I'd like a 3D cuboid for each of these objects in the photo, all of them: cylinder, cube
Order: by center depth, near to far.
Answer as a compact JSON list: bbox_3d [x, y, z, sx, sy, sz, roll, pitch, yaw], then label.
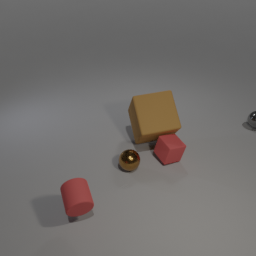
[{"bbox_3d":[-1.268,1.716,6.960,0.700,0.700,0.700,-11,50,-18],"label":"cylinder"},{"bbox_3d":[1.406,0.702,9.454,0.700,0.700,0.700,-8,40,-30],"label":"cube"},{"bbox_3d":[0.887,-0.355,9.969,1.400,1.400,1.400,-10,76,-10],"label":"cube"}]

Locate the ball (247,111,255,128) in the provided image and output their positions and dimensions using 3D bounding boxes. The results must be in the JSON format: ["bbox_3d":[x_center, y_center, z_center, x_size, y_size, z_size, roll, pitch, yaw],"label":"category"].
[{"bbox_3d":[5.156,-0.339,11.205,0.700,0.700,0.700,0,31,0],"label":"ball"}]

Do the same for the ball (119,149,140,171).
[{"bbox_3d":[0.049,1.035,9.050,0.700,0.700,0.700,0,31,0],"label":"ball"}]
